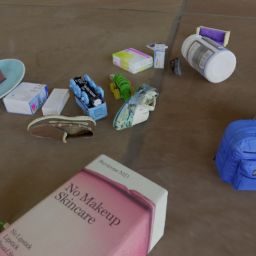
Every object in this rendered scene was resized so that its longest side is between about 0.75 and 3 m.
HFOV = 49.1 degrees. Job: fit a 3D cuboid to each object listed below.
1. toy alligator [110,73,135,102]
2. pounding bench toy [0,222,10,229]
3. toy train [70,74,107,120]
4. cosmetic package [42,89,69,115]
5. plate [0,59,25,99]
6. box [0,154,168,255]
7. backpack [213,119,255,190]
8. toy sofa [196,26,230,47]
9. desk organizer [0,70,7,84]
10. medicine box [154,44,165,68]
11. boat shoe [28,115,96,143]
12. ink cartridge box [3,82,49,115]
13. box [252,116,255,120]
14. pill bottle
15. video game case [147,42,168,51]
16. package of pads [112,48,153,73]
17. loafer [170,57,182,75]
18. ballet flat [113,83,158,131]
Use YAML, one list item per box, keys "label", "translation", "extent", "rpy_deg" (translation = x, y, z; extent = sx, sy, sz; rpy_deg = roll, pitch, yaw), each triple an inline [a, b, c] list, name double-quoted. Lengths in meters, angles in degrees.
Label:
- label: "toy alligator"
  translation: [-0.350, -1.960, 11.948]
  extent: [0.811, 0.742, 2.736]
  rpy_deg: [-11, 38, -14]
- label: "pounding bench toy"
  translation: [-3.162, 2.299, 6.471]
  extent: [0.773, 0.480, 0.603]
  rpy_deg: [-24, 42, -28]
- label: "toy train"
  translation: [-1.534, -1.173, 10.538]
  extent: [0.886, 1.168, 2.044]
  rpy_deg: [-23, 43, -22]
- label: "cosmetic package"
  translation: [-2.812, -1.034, 11.012]
  extent: [0.617, 0.378, 1.494]
  rpy_deg: [4, 37, 5]
- label: "plate"
  translation: [-5.549, -1.838, 11.612]
  extent: [2.876, 0.368, 2.876]
  rpy_deg: [-8, 49, 10]
- label: "box"
  translation: [-0.800, 2.215, 5.610]
  extent: [1.902, 1.621, 2.975]
  rpy_deg: [25, 43, 29]
- label: "backpack"
  translation: [3.317, 0.713, 7.523]
  extent: [1.424, 1.752, 1.470]
  rpy_deg: [-3, 37, -5]
- label: "toy sofa"
  translation: [4.927, -5.403, 16.531]
  extent: [1.893, 0.784, 0.924]
  rpy_deg: [24, 42, 28]
- label: "desk organizer"
  translation: [-5.981, -1.706, 10.932]
  extent: [0.793, 0.851, 2.211]
  rpy_deg: [15, 50, 28]
- label: "medicine box"
  translation: [1.566, -3.607, 14.029]
  extent: [0.503, 0.891, 0.978]
  rpy_deg: [3, 37, 4]
- label: "boat shoe"
  translation: [-2.152, 0.063, 9.216]
  extent: [2.221, 0.820, 0.822]
  rpy_deg: [-7, 43, -10]
- label: "ink cartridge box"
  translation: [-3.915, -1.255, 11.092]
  extent: [1.133, 0.634, 1.660]
  rpy_deg: [8, 39, 11]
- label: "box"
  translation: [5.067, -0.620, 8.657]
  extent: [1.425, 2.260, 2.299]
  rpy_deg: [39, 50, 19]
- label: "pill bottle"
  translation: [3.675, -3.367, 13.195]
  extent: [1.511, 1.511, 2.656]
  rpy_deg: [-11, 39, -14]
- label: "video game case"
  translation: [1.682, -4.706, 16.167]
  extent: [0.908, 0.106, 0.826]
  rpy_deg: [-22, 42, -25]
- label: "package of pads"
  translation: [0.188, -3.383, 13.982]
  extent: [1.333, 0.589, 1.726]
  rpy_deg: [-29, 45, -33]
- label: "loafer"
  translation: [2.260, -2.922, 13.456]
  extent: [0.580, 0.662, 1.843]
  rpy_deg: [-10, 27, 18]
- label: "ballet flat"
  translation: [0.434, -0.784, 10.223]
  extent: [1.069, 1.069, 2.879]
  rpy_deg: [13, 41, 17]
